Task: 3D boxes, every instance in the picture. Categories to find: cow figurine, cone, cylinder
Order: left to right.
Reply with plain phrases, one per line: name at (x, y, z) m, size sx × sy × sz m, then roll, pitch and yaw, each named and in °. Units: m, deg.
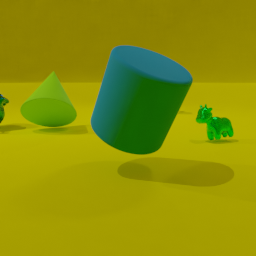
cone at (-2.204, -1.043, 8.070) m, size 1.507 × 1.513 × 1.507 m, roll -2°, pitch -29°, yaw -1°
cylinder at (0.170, -0.435, 4.249) m, size 1.224 × 1.224 × 1.224 m, roll 16°, pitch 30°, yaw -10°
cow figurine at (2.020, -0.154, 6.527) m, size 0.883 × 0.869 × 0.485 m, roll -10°, pitch 1°, yaw -21°

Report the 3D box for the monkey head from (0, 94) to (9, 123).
monkey head at (-4.176, -0.611, 8.065) m, size 1.291 × 1.081 × 1.795 m, roll 38°, pitch -26°, yaw -26°
